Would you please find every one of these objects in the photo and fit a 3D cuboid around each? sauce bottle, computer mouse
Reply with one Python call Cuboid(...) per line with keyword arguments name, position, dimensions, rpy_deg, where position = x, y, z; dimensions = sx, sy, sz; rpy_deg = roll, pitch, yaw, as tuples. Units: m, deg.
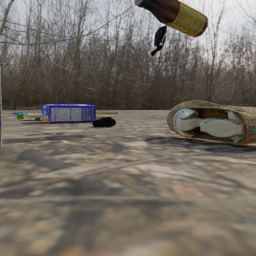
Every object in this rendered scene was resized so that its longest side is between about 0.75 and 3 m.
Cuboid(name="sauce bottle", position=(1.377, -3.603, 8.738), dimensions=(2.571, 0.849, 0.849), rpy_deg=(12, -3, -32))
Cuboid(name="computer mouse", position=(1.064, -3.048, 9.395), dimensions=(0.275, 1.194, 0.838), rpy_deg=(25, -12, -16))

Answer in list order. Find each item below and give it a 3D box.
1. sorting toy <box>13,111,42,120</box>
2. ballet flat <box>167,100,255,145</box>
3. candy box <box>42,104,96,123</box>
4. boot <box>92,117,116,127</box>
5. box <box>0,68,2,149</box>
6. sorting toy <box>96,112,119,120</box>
Cuboid(name="sorting toy", position=(-4.225, -0.580, 14.037), dimensions=(2.863, 0.390, 1.612), rpy_deg=(-2, 9, -17))
Cuboid(name="ballet flat", position=(1.497, -0.122, 5.469), dimensions=(0.778, 0.840, 2.383), rpy_deg=(-11, 9, -39))
Cuboid(name="candy box", position=(-2.610, -0.647, 12.201), dimensions=(1.997, 0.769, 1.689), rpy_deg=(-1, 6, -26))
Cuboid(name="boot", position=(-0.708, -0.213, 9.483), dimensions=(0.846, 0.323, 0.711), rpy_deg=(-5, 7, 19))
Cuboid(name="box", position=(-3.387, -0.286, 3.693), dimensions=(1.910, 1.378, 2.573), rpy_deg=(2, 5, 27))
Cuboid(name="sorting toy", position=(-1.934, -0.577, 14.581), dimensions=(2.504, 0.335, 1.866), rpy_deg=(2, 9, 25))
